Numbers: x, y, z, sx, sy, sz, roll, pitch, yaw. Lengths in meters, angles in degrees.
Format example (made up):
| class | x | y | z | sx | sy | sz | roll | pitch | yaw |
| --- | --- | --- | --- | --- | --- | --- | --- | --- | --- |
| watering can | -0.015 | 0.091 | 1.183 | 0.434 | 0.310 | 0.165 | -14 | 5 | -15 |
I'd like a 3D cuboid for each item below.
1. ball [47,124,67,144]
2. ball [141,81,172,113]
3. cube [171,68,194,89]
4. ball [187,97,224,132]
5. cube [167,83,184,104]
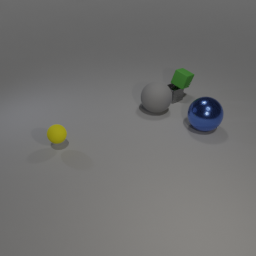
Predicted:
| class | x | y | z | sx | sy | sz | roll | pitch | yaw |
| --- | --- | --- | --- | --- | --- | --- | --- | --- | --- |
| ball | -2.562 | 0.216 | 10.087 | 0.700 | 0.700 | 0.700 | 0 | 33 | 0 |
| ball | 1.266 | -1.376 | 12.482 | 1.400 | 1.400 | 1.400 | 0 | 33 | 0 |
| cube | 2.582 | -2.343 | 13.264 | 0.700 | 0.700 | 0.700 | 37 | 36 | 24 |
| ball | 3.096 | -0.557 | 11.223 | 1.400 | 1.400 | 1.400 | 0 | 33 | 0 |
| cube | 2.217 | -1.713 | 13.683 | 0.700 | 0.700 | 0.700 | -22 | 39 | -30 |
